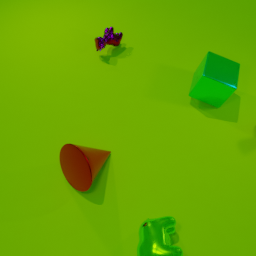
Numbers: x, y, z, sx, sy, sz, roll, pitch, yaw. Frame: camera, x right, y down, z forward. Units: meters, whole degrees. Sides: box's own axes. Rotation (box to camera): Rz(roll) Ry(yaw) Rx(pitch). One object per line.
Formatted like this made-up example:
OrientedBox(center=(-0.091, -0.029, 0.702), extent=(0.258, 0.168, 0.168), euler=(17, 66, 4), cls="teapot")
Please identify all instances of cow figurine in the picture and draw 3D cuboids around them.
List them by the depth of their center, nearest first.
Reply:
OrientedBox(center=(0.408, 2.868, 6.414), extent=(1.632, 0.910, 1.659), euler=(-7, 47, -1), cls="cow figurine")
OrientedBox(center=(-0.719, -3.173, 10.261), extent=(0.560, 1.021, 1.004), euler=(15, 89, 52), cls="cow figurine")

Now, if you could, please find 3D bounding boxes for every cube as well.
OrientedBox(center=(2.739, -1.523, 8.924), extent=(1.109, 1.109, 1.109), euler=(22, 59, -2), cls="cube")

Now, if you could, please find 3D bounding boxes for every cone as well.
OrientedBox(center=(-0.953, 0.874, 7.804), extent=(1.351, 1.346, 1.346), euler=(-21, 56, -44), cls="cone")
